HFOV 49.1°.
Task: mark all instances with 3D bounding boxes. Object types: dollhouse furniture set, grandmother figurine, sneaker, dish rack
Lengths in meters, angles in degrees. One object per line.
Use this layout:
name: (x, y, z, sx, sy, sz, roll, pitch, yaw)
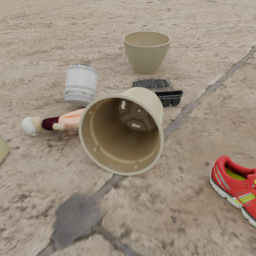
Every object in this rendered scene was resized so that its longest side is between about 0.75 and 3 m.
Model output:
dollhouse furniture set: (-5.411, 0.682, 9.528, 2.151, 1.429, 1.885, -13, 33, 20)
grandmother figurine: (-2.543, -0.228, 10.587, 2.825, 0.855, 1.713, -6, -1, -3)
sneaker: (3.500, 1.781, 7.676, 1.118, 1.233, 2.904, -28, 45, -32)
dish rack: (1.226, -1.832, 12.999, 2.037, 0.724, 2.656, -4, 36, -7)

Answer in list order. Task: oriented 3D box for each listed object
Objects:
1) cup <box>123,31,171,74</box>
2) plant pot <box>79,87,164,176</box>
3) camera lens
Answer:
cup: (0.960, -3.928, 14.919, 2.472, 1.768, 2.472, 0, 37, 0)
plant pot: (0.096, -0.215, 9.524, 2.719, 2.719, 2.489, 11, 27, 14)
camera lens: (-1.992, -1.833, 11.927, 1.279, 1.598, 1.279, 6, -7, 1)
